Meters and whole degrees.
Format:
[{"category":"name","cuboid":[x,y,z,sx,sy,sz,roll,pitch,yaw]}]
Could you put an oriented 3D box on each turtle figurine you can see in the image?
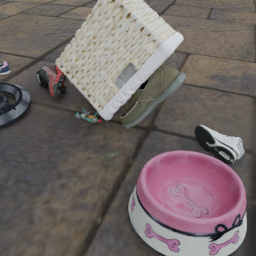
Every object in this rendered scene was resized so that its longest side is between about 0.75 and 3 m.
[{"category":"turtle figurine","cuboid":[-1.262,-0.389,9.240,0.967,0.487,0.724,15,23,42]}]

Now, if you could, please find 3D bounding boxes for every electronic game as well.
[{"category":"electronic game","cuboid":[-4.661,-0.796,9.705,2.510,0.522,2.510,0,43,0]}]

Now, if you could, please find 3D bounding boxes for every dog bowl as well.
[{"category":"dog bowl","cuboid":[1.327,1.508,6.164,2.643,0.975,2.643,2,32,-1]}]

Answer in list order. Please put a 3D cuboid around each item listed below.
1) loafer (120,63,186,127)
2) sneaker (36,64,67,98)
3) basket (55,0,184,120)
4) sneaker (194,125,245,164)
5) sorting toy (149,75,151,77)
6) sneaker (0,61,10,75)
[{"category":"loafer","cuboid":[0.553,-0.983,8.427,0.931,2.673,1.005,47,38,-2]},{"category":"sneaker","cuboid":[-2.963,-1.807,10.789,1.141,0.825,2.335,-6,36,-9]},{"category":"basket","cuboid":[-0.194,-2.369,8.792,2.400,2.957,2.984,43,29,-6]},{"category":"sneaker","cuboid":[2.734,0.390,8.268,0.884,0.580,1.536,-18,49,-34]},{"category":"sorting toy","cuboid":[0.505,-3.161,12.416,2.259,1.207,2.034,9,31,13]},{"category":"sneaker","cuboid":[-5.810,-2.547,11.946,1.405,0.576,0.493,-11,39,-14]}]
